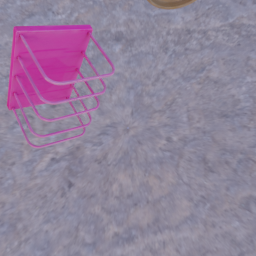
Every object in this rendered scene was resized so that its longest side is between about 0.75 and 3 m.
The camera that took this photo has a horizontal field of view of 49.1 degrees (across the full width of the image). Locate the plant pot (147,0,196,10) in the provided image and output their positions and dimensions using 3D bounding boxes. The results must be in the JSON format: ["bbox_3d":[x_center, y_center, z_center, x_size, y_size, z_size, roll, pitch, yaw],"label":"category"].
[{"bbox_3d":[0.993,-3.444,5.814,1.734,1.734,0.801,-14,63,-4],"label":"plant pot"}]

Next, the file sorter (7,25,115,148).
[{"bbox_3d":[-1.385,-0.744,5.613,1.483,2.135,1.339,-17,64,-35],"label":"file sorter"}]
